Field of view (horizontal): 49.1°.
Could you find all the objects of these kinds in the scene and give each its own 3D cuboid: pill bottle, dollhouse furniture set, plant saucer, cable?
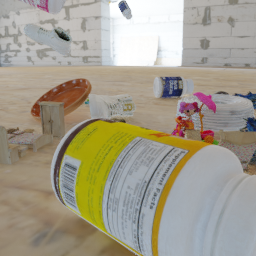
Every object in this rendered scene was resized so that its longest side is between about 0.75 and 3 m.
[{"bbox_3d":[-2.072,-2.958,4.959,2.044,1.159,1.159,20,13,-9],"label":"pill bottle"},{"bbox_3d":[-0.106,-5.229,12.446,0.460,0.828,0.460,-23,-18,-8],"label":"pill bottle"},{"bbox_3d":[0.321,0.731,3.228,2.529,1.382,1.382,15,21,42],"label":"pill bottle"},{"bbox_3d":[1.994,0.656,4.816,2.006,1.040,0.888,-1,53,2],"label":"dollhouse furniture set"},{"bbox_3d":[-2.290,-0.963,9.758,2.292,0.370,2.292,-18,34,13],"label":"plant saucer"},{"bbox_3d":[2.728,-0.513,8.829,2.372,0.821,2.373,0,15,0],"label":"cable"},{"bbox_3d":[-2.539,0.002,6.748,1.108,0.946,2.137,5,16,17],"label":"dollhouse furniture set"},{"bbox_3d":[2.308,-2.081,14.163,1.868,1.037,1.037,-4,16,-12],"label":"pill bottle"}]

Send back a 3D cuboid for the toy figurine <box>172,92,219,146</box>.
[{"bbox_3d":[1.584,-0.203,6.787,1.439,1.324,1.080,-2,15,-5],"label":"toy figurine"}]

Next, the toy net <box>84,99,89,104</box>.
[{"bbox_3d":[-1.888,-1.225,12.508,1.364,0.263,0.715,10,18,34],"label":"toy net"}]

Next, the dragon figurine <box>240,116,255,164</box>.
[{"bbox_3d":[2.861,0.340,5.842,1.302,0.771,2.618,8,17,26],"label":"dragon figurine"}]

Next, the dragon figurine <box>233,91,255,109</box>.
[{"bbox_3d":[5.024,-1.137,11.502,2.130,0.627,1.059,-1,15,-1],"label":"dragon figurine"}]

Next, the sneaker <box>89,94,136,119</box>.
[{"bbox_3d":[-0.480,-0.727,9.328,1.559,0.994,2.698,-4,14,-2],"label":"sneaker"}]

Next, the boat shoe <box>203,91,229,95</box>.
[{"bbox_3d":[3.849,-1.273,12.198,1.646,0.592,0.533,-6,28,-30],"label":"boat shoe"}]

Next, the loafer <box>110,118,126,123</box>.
[{"bbox_3d":[-0.660,0.125,6.865,0.651,0.734,1.931,5,6,22],"label":"loafer"}]

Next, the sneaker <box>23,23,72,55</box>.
[{"bbox_3d":[-2.750,-3.312,9.742,1.744,0.643,1.008,25,-22,-13],"label":"sneaker"}]
